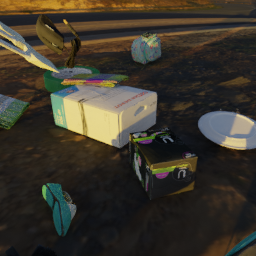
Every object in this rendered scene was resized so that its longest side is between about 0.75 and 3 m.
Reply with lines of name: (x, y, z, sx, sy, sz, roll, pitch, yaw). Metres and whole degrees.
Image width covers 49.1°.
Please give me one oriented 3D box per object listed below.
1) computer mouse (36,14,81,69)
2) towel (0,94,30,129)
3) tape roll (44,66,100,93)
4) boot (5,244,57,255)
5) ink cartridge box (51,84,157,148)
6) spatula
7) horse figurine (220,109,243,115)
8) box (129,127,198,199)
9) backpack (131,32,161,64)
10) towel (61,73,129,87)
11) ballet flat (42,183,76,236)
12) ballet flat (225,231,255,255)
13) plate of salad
computer mouse: (-2.595, -3.325, 9.960, 0.535, 1.633, 2.325, -32, 81, -37)
towel: (-5.022, -0.915, 9.713, 2.671, 0.410, 1.992, 17, 28, -8)
tape roll: (-2.563, -2.268, 12.943, 2.526, 0.607, 2.526, -1, 27, 0)
boot: (-1.830, 2.663, 3.068, 2.298, 1.038, 2.804, -6, 24, -11)
ink cartridge box: (-0.756, -0.624, 9.112, 2.808, 1.206, 2.056, 19, 33, 32)
spatula: (-2.746, -2.083, 5.877, 1.944, 0.225, 2.796, 47, 9, 20)
horse figurine: (3.670, -0.484, 9.912, 0.923, 0.230, 0.612, 2, 30, 0)
box: (0.772, 0.774, 6.713, 1.132, 0.947, 1.524, -8, 29, -15)
backpack: (1.067, -4.614, 16.426, 1.761, 1.563, 1.326, -32, 44, -28)
towel: (-1.139, -1.721, 9.995, 2.082, 0.237, 1.495, 5, 20, 17)
ballet flat: (-1.338, 1.585, 5.725, 0.500, 0.478, 1.421, 0, 26, -32)
ballet flat: (1.570, 2.254, 4.198, 2.368, 0.865, 0.865, -10, 29, -31)
plate of salad: (3.144, 0.091, 8.554, 2.005, 0.481, 2.005, 1, 35, -1)
